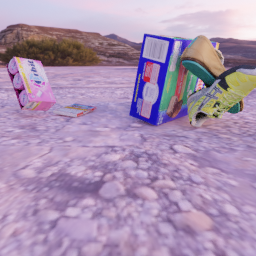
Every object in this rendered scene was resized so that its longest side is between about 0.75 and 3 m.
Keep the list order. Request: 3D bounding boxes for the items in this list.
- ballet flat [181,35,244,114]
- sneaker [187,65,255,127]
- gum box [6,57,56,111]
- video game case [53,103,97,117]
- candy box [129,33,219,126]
[{"bbox_3d":[2.581,-1.427,7.789,1.020,0.937,2.972,16,-14,48],"label":"ballet flat"},{"bbox_3d":[2.446,-0.726,7.152,0.918,0.930,2.434,18,-27,-19],"label":"sneaker"},{"bbox_3d":[-3.235,-1.490,9.327,0.597,1.804,1.024,-35,-19,32],"label":"gum box"},{"bbox_3d":[-1.790,-0.627,9.607,0.923,0.113,1.291,10,20,23],"label":"video game case"},{"bbox_3d":[1.487,-1.560,8.715,1.113,2.443,2.889,25,26,31],"label":"candy box"}]
